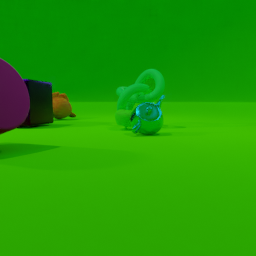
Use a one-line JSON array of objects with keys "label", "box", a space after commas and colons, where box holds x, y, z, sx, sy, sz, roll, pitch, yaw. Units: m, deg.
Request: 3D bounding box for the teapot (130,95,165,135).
[{"label": "teapot", "box": [0.467, -0.283, 6.388, 0.785, 0.618, 1.263, 33, 55, 17]}]

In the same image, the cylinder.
[{"label": "cylinder", "box": [-2.381, -0.382, 4.347, 1.182, 1.182, 1.182, -17, -3, 28]}]

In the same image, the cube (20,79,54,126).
[{"label": "cube", "box": [-3.131, -0.737, 8.351, 1.288, 1.288, 1.288, 0, 5, 16]}]

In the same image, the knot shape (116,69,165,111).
[{"label": "knot shape", "box": [0.241, -1.036, 8.274, 1.650, 0.762, 1.544, -37, 16, -4]}]

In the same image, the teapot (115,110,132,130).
[{"label": "teapot", "box": [-0.013, -0.209, 7.397, 0.660, 0.520, 1.061, 3, 6, -35]}]

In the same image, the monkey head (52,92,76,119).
[{"label": "monkey head", "box": [-2.871, -0.795, 11.132, 1.217, 1.020, 1.692, -18, -14, 32]}]
